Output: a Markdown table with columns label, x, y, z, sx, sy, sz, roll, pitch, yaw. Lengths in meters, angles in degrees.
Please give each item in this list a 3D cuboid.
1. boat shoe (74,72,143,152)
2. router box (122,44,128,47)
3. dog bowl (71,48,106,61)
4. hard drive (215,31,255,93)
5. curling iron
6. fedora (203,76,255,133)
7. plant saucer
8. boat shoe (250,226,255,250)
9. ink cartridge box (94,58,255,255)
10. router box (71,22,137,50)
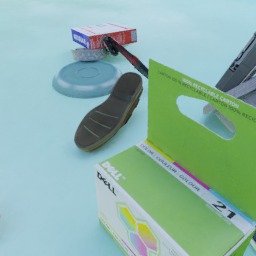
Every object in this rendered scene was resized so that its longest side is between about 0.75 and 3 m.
| label | x | y | z | sx | sy | sz | roll | pitch | yaw |
| --- | --- | --- | --- | --- | --- | --- | --- | --- | --- |
| boat shoe | -0.355 | -0.284 | 7.249 | 0.913 | 0.863 | 2.538 | 31 | 66 | 21 |
| router box | -0.590 | -3.953 | 12.473 | 1.271 | 0.346 | 1.416 | 18 | 41 | 23 |
| dog bowl | -1.470 | -2.812 | 10.642 | 1.379 | 0.404 | 1.379 | -1 | 19 | 0 |
| hard drive | 3.614 | -2.189 | 7.097 | 2.943 | 2.056 | 0.557 | -38 | 74 | -28 |
| curling iron | 0.171 | -1.920 | 8.644 | 0.334 | 2.616 | 0.649 | -8 | 53 | 58 |
| fedora | 3.039 | -0.601 | 7.116 | 2.110 | 1.077 | 2.386 | -31 | -4 | 28 |
| plant saucer | -1.363 | -1.800 | 9.655 | 2.505 | 0.343 | 2.505 | 0 | 36 | 0 |
| boat shoe | 2.750 | 1.981 | 4.217 | 1.039 | 0.858 | 2.774 | -10 | 38 | -13 |
| ink cartridge box | 0.544 | 0.871 | 3.916 | 1.131 | 2.986 | 2.207 | -25 | 44 | -30 |
| router box | -0.997 | -3.693 | 11.112 | 1.955 | 0.532 | 2.178 | -17 | 31 | -21 |
